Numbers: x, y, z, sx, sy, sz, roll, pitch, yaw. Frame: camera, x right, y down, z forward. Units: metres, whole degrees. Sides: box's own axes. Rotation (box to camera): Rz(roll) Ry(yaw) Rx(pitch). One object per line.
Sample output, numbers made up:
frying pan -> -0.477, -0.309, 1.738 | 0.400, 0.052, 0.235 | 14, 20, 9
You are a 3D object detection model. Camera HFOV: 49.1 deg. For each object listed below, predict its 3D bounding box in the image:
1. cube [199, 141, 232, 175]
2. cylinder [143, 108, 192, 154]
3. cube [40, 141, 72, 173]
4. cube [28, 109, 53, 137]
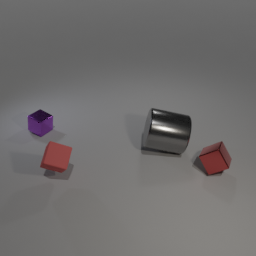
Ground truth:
cube -> 2.798, 0.954, 8.955 | 0.700, 0.700, 0.700 | -26, 6, 32
cylinder -> 1.341, 0.107, 9.838 | 1.400, 1.400, 1.400 | 11, 31, -4
cube -> -2.177, 0.892, 8.477 | 0.700, 0.700, 0.700 | 19, 66, -19
cube -> -3.486, -0.205, 11.166 | 0.700, 0.700, 0.700 | 26, 37, 18
